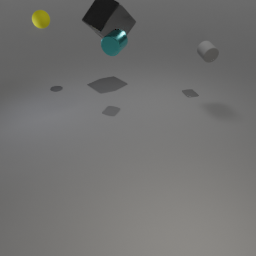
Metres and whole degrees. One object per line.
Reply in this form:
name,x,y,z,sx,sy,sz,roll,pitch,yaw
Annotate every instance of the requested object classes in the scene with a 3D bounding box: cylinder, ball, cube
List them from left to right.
ball,-3.512,-4.395,11.321,0.700,0.700,0.700,0,32,0
cube,-0.807,-4.586,12.005,1.400,1.400,1.400,43,10,32
cylinder,-0.457,-2.897,9.489,0.700,0.700,0.700,13,41,20
cylinder,3.453,-3.307,12.132,0.700,0.700,0.700,-8,43,-12
